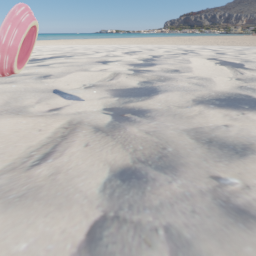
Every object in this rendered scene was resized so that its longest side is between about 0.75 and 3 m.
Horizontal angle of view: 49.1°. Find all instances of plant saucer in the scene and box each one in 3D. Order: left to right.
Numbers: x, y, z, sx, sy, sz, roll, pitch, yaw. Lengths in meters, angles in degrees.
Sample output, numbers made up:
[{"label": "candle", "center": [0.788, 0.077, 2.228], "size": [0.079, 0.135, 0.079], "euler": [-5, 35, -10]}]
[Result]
[{"label": "plant saucer", "center": [-3.007, -2.305, 7.686], "size": [0.528, 2.085, 2.085], "euler": [23, 17, -10]}]
